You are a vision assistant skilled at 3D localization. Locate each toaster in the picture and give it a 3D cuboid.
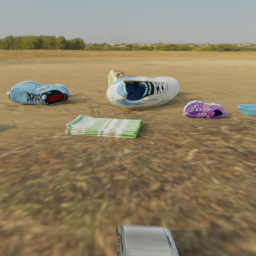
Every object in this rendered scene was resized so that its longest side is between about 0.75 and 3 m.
[{"bbox_3d":[0.152,1.152,2.467,0.498,0.438,0.770,2,14,-5],"label":"toaster"}]

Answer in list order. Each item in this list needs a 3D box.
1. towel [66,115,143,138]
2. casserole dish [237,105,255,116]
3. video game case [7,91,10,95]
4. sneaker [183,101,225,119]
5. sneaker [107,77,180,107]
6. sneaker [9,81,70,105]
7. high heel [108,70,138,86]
[{"bbox_3d":[-0.543,-0.088,6.917,1.696,0.260,1.265,3,18,8],"label":"towel"},{"bbox_3d":[3.912,-0.532,8.452,1.210,0.235,0.733,-1,17,1],"label":"casserole dish"},{"bbox_3d":[-4.222,-1.500,11.844,1.153,0.148,1.268,13,21,38],"label":"video game case"},{"bbox_3d":[2.178,-0.485,7.908,1.218,0.491,0.508,-2,22,-8],"label":"sneaker"},{"bbox_3d":[0.692,-1.184,9.000,2.814,1.011,1.020,-11,7,-34],"label":"sneaker"},{"bbox_3d":[-3.020,-1.172,9.659,2.053,0.805,0.924,-6,21,-17],"label":"sneaker"},{"bbox_3d":[0.366,-1.691,11.065,1.992,0.998,2.794,-5,26,-19],"label":"high heel"}]
